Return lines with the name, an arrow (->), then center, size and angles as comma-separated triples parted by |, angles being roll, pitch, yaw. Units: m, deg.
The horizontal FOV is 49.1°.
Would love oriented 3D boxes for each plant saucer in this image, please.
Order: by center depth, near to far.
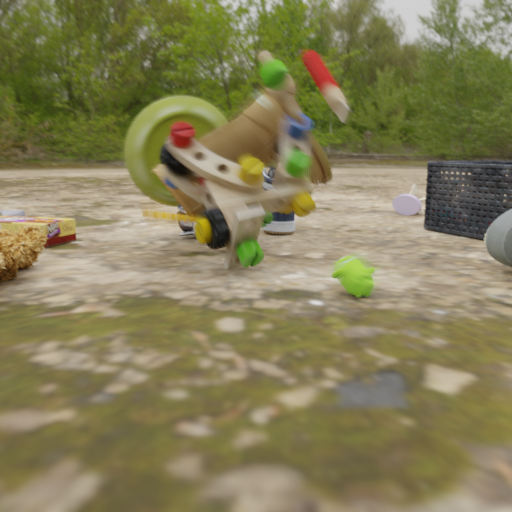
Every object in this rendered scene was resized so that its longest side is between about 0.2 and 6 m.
plant saucer -> -1.509, -2.098, 11.639 | 2.346, 2.346, 0.364 | -4, 22, -19

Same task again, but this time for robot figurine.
robot figurine -> 1.244, 0.255, 7.192 | 0.548, 0.361, 0.625 | -2, 38, -26

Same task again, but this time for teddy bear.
teddy bear -> -3.931, -0.047, 7.825 | 1.936, 0.892, 2.671 | 0, 11, 10

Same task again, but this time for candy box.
candy box -> -4.600, -0.495, 11.084 | 1.747, 0.493, 1.019 | 6, 12, 19

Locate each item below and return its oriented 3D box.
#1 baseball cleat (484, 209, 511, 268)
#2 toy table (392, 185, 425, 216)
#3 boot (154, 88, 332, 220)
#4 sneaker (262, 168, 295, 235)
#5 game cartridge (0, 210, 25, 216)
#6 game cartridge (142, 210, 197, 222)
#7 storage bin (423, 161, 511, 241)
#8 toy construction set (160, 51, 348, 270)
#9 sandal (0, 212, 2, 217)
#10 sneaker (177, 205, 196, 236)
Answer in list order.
baseball cleat -> 5.097, -0.217, 7.991 | 3.285, 1.146, 1.749 | -2, 11, -7
toy table -> 4.310, -1.492, 15.527 | 0.543, 0.853, 0.928 | -25, 29, -31
boot -> -0.171, -1.597, 10.813 | 2.809, 2.460, 0.929 | -40, 31, -3
sneaker -> 0.474, -1.370, 13.091 | 0.919, 1.423, 2.623 | -1, 11, -5
game cartridge -> -6.522, -0.987, 14.294 | 0.892, 0.264, 1.376 | 3, 11, -7
game cartridge -> -1.451, -0.660, 9.479 | 0.741, 0.120, 0.654 | 13, 7, 44
storage bin -> 5.462, -1.192, 11.868 | 2.283, 1.583, 3.377 | -6, 12, -26
toy construction set -> 0.229, -1.219, 8.554 | 2.657, 3.186, 2.448 | 10, 44, -38
sandal -> -6.444, -0.948, 12.172 | 1.369, 0.920, 3.408 | -4, 13, -11
sneaker -> -0.995, -0.636, 11.128 | 1.116, 0.721, 2.057 | -3, 15, -9
